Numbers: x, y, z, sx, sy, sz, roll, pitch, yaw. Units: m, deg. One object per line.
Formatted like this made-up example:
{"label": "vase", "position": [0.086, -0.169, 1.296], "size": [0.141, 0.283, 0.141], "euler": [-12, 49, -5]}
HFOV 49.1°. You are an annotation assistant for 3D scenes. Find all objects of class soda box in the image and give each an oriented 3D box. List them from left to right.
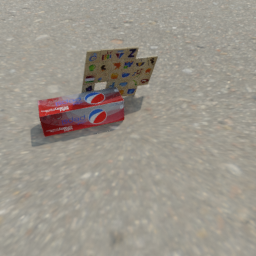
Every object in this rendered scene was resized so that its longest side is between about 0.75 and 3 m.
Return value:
{"label": "soda box", "position": [-1.282, -0.478, 7.821], "size": [2.288, 0.725, 0.801], "euler": [-12, 43, -12]}

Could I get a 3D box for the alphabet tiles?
{"label": "alphabet tiles", "position": [-0.234, -1.539, 8.082], "size": [2.244, 1.876, 0.085], "euler": [-13, 56, -25]}
